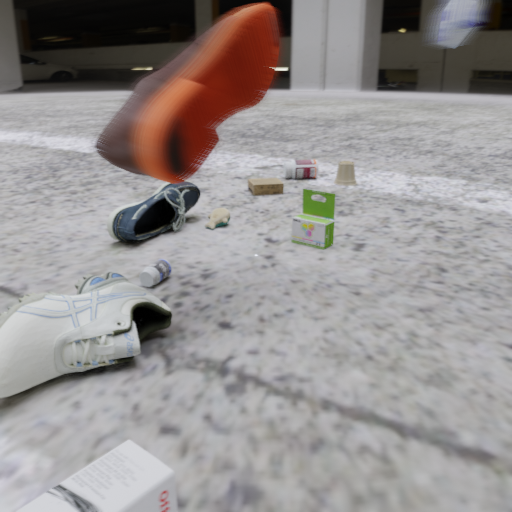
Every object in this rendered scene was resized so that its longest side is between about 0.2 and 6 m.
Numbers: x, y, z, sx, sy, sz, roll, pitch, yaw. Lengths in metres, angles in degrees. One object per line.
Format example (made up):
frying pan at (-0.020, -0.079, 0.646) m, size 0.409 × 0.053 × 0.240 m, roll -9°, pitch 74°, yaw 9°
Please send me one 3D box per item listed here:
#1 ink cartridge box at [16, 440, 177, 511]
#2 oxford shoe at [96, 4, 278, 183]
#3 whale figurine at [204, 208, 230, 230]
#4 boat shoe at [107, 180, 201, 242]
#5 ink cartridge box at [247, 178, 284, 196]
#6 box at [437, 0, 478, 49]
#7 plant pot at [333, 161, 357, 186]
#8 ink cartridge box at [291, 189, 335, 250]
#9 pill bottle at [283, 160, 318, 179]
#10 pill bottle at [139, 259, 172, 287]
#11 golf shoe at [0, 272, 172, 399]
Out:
ink cartridge box at (-1.161, 2.033, 3.771) m, size 0.549 × 0.951 × 1.302 m, roll 17°, pitch 27°, yaw 37°
oxford shoe at (-0.833, -2.479, 7.818) m, size 1.319 × 1.294 × 3.636 m, roll 13°, pitch 49°, yaw 29°
whale figurine at (-0.828, -0.751, 12.097) m, size 0.516 × 0.337 × 0.649 m, roll 18°, pitch 50°, yaw 28°
boat shoe at (-1.927, -0.952, 11.639) m, size 0.777 × 0.941 × 2.514 m, roll 13°, pitch 26°, yaw 33°
ink cartridge box at (0.245, -1.835, 14.824) m, size 0.835 × 0.314 × 0.688 m, roll -5°, pitch 20°, yaw -12°
box at (3.059, -3.607, 8.528) m, size 0.329 × 0.577 × 0.627 m, roll 13°, pitch -13°, yaw -5°
plant pot at (2.518, -2.333, 15.728) m, size 0.663 × 0.607 × 0.663 m, roll 0°, pitch 21°, yaw 0°
ink cartridge box at (1.106, -0.724, 10.893) m, size 0.765 × 1.034 × 0.392 m, roll 14°, pitch 25°, yaw 33°
pill bottle at (1.295, -2.515, 16.290) m, size 0.962 × 0.549 × 0.549 m, roll -2°, pitch 21°, yaw -6°
pill bottle at (-1.665, 0.287, 9.241) m, size 0.325 × 0.325 × 0.572 m, roll 8°, pitch 22°, yaw 20°
golf shoe at (-2.050, 0.936, 6.709) m, size 1.273 × 1.025 × 2.619 m, roll 16°, pitch 26°, yaw 22°
